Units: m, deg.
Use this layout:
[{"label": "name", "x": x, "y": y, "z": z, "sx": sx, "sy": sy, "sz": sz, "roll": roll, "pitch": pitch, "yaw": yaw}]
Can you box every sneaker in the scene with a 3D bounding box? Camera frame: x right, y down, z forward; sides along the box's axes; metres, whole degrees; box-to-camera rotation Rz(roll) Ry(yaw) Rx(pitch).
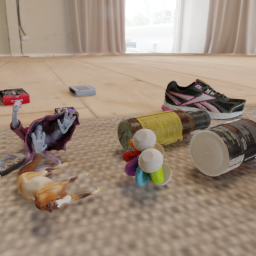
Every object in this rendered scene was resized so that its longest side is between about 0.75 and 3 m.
[{"label": "sneaker", "x": 2.571, "y": -1.044, "z": 9.548, "sx": 2.830, "sy": 1.222, "sz": 1.137, "roll": 4, "pitch": 20, "yaw": 10}]

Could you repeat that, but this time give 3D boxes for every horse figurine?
[{"label": "horse figurine", "x": -1.335, "y": 0.939, "z": 4.753, "sx": 1.831, "sy": 0.457, "sz": 1.214, "roll": 16, "pitch": 22, "yaw": 39}]

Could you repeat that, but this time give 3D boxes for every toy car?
[{"label": "toy car", "x": 0.283, "y": 0.590, "z": 5.077, "sx": 0.774, "sy": 0.904, "sz": 1.032, "roll": -23, "pitch": 53, "yaw": 10}]

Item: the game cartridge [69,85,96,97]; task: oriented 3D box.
[{"label": "game cartridge", "x": -2.117, "y": -1.781, "z": 13.281, "sx": 1.071, "sy": 0.334, "sz": 1.608, "roll": -3, "pitch": 18, "yaw": -23}]

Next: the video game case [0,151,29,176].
[{"label": "video game case", "x": -2.611, "y": 0.735, "z": 5.925, "sx": 0.753, "sy": 0.106, "sz": 0.833, "roll": 8, "pitch": 20, "yaw": 22}]

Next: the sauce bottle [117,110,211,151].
[{"label": "sauce bottle", "x": 1.023, "y": -0.016, "z": 7.055, "sx": 2.605, "sy": 0.843, "sz": 0.843, "roll": -10, "pitch": 21, "yaw": -30}]

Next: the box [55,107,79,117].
[{"label": "box", "x": -2.134, "y": -0.537, "z": 9.685, "sx": 0.679, "sy": 0.171, "sz": 0.949, "roll": -7, "pitch": 18, "yaw": -21}]

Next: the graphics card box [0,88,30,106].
[{"label": "graphics card box", "x": -4.759, "y": -1.321, "z": 11.680, "sx": 1.003, "sy": 0.407, "sz": 1.599, "roll": -11, "pitch": 23, "yaw": -29}]

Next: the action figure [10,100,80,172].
[{"label": "action figure", "x": -1.937, "y": 0.185, "z": 6.522, "sx": 1.437, "sy": 1.598, "sz": 2.146, "roll": 2, "pitch": -6, "yaw": -35}]

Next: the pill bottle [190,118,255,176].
[{"label": "pill bottle", "x": 2.212, "y": 0.322, "z": 5.843, "sx": 1.780, "sy": 0.945, "sz": 0.945, "roll": -13, "pitch": 22, "yaw": -35}]
